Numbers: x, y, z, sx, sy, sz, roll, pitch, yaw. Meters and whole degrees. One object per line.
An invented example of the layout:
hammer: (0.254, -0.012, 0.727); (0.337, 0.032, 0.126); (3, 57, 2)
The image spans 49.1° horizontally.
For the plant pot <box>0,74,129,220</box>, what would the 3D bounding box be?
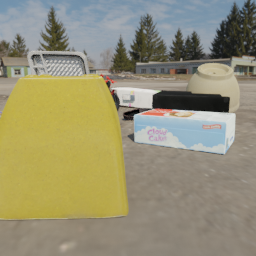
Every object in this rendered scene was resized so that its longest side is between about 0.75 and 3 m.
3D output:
plant pot: (-0.993, 0.120, 4.689); (1.968, 2.013, 1.955); (0, 11, -3)

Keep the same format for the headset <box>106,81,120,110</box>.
headset: (-1.225, -1.579, 14.744); (1.700, 1.294, 2.753); (2, 23, 7)

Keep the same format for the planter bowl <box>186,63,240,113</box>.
planter bowl: (4.123, -2.034, 13.603); (2.698, 1.816, 2.698); (-2, 34, 1)

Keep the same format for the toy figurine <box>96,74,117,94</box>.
toy figurine: (-1.752, -1.761, 16.702); (1.412, 1.604, 2.677); (22, 48, -12)

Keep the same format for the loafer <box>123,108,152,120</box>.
loafer: (0.425, -0.584, 11.587); (1.327, 0.477, 0.418); (-8, -13, 10)

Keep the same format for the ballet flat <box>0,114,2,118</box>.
ballet flat: (-4.107, 0.076, 7.248); (0.981, 1.046, 2.893); (11, 15, 25)

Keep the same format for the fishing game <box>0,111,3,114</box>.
fishing game: (-5.255, -0.587, 12.126); (1.911, 0.415, 2.668); (-9, 17, -41)

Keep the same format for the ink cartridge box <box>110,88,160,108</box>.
ink cartridge box: (0.438, -1.775, 16.280); (2.817, 0.948, 1.650); (10, 15, 29)

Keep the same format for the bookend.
bookend: (2.429, -0.775, 10.972); (2.637, 1.223, 2.654); (3, 12, 13)

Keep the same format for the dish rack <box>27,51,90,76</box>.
dish rack: (-2.216, -1.814, 9.545); (2.116, 1.816, 0.461); (6, 37, 15)

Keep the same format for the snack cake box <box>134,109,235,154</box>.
snack cake box: (1.625, 0.011, 8.051); (2.567, 0.862, 1.476); (6, 15, 29)
